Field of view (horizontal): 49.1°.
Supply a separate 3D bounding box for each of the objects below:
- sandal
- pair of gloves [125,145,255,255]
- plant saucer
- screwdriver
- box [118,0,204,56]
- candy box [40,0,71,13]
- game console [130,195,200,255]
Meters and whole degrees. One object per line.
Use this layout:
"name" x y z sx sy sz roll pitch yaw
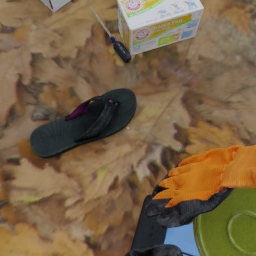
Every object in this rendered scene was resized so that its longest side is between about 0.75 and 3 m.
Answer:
"sandal" -1.005 -0.148 6.779 2.858 0.684 1.074 -29 72 -10
"pair of gloves" 0.386 1.071 2.865 0.303 2.185 2.452 44 58 -5
"plant saucer" 1.525 1.284 3.476 1.801 0.280 1.801 -13 71 43
"screwdriver" -0.574 -2.666 7.945 0.314 0.301 2.161 -44 71 18
"box" 0.814 -2.941 7.579 2.019 1.135 1.023 -19 70 -6
"candy box" -2.308 -4.649 8.462 1.558 0.664 1.857 -43 76 -14
"game console" 1.217 2.700 5.904 2.327 0.361 2.058 16 71 5
